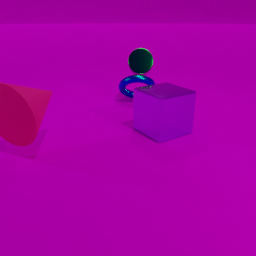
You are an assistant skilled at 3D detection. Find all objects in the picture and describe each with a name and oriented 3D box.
[{"bbox_3d":[0.351,-1.558,10.665,1.441,1.441,0.288,0,67,0],"label":"ring"},{"bbox_3d":[-2.301,-0.607,6.749,1.545,1.545,1.551,10,31,23],"label":"cone"},{"bbox_3d":[0.467,-2.428,10.418,0.910,0.910,0.910,1,5,2],"label":"cylinder"},{"bbox_3d":[0.998,-0.489,7.919,1.251,1.251,1.251,-14,27,-31],"label":"cube"}]
